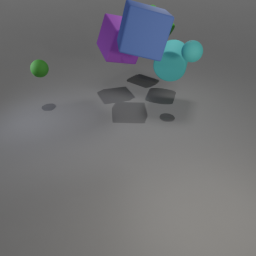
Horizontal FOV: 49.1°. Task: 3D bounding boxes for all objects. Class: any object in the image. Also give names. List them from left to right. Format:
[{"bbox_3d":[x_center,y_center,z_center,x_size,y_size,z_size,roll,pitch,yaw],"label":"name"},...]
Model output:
[{"bbox_3d":[-3.520,-2.367,11.151,0.700,0.700,0.700,0,31,0],"label":"ball"},{"bbox_3d":[-0.298,-3.635,11.516,1.400,1.400,1.400,-2,46,-28],"label":"cube"},{"bbox_3d":[0.496,-3.162,9.044,1.400,1.400,1.400,10,30,-11],"label":"cube"},{"bbox_3d":[1.222,-4.730,13.104,1.400,1.400,1.400,45,43,4],"label":"cylinder"},{"bbox_3d":[1.931,-2.985,12.372,1.400,1.400,1.400,8,39,13],"label":"cylinder"},{"bbox_3d":[2.109,-2.520,9.210,0.700,0.700,0.700,0,31,0],"label":"ball"}]
